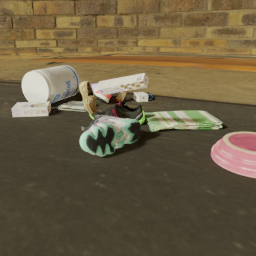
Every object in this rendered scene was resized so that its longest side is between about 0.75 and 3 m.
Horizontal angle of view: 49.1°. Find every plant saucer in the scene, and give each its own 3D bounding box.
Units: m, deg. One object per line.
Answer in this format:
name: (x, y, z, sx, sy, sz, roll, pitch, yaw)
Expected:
plant saucer: (3.838, 0.701, 8.529, 2.484, 0.630, 2.484, 1, 20, 0)

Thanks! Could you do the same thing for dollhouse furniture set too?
dollhouse furniture set: (-0.740, -2.060, 15.419, 1.387, 0.746, 0.564, 27, 18, -10)

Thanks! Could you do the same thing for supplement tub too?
supplement tub: (-4.147, -2.399, 15.485, 1.888, 1.888, 2.862, 9, 22, 24)

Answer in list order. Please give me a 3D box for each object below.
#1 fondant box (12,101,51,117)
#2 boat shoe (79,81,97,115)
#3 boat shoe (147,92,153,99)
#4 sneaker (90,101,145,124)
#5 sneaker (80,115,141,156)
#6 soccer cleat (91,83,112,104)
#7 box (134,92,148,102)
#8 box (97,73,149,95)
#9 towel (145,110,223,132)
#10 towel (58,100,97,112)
fondant box: (-4.568, -0.904, 13.358, 1.598, 0.465, 1.153, -4, 20, -7)
boat shoe: (-1.411, -1.099, 10.382, 0.419, 1.298, 0.462, -5, 24, 39)
boat shoe: (1.201, -1.892, 16.412, 0.383, 0.312, 0.910, -6, 20, -16)
sneaker: (-0.457, -0.677, 11.910, 2.345, 0.982, 0.900, 0, 19, 1)
sneaker: (-1.047, 0.156, 9.660, 1.925, 1.070, 2.751, 13, 14, 36)
soccer cleat: (-1.727, -2.162, 15.801, 0.910, 0.976, 2.667, 38, -6, -40)
box: (0.731, -1.766, 15.898, 0.587, 0.410, 0.772, -7, 20, -18)
box: (-0.195, -1.457, 9.375, 1.818, 0.352, 0.377, -6, 53, 29)
towel: (2.238, -0.341, 11.994, 2.902, 0.339, 2.213, -3, 19, -5)
towel: (-2.601, -1.184, 14.439, 1.627, 0.281, 1.566, 4, 20, 14)
